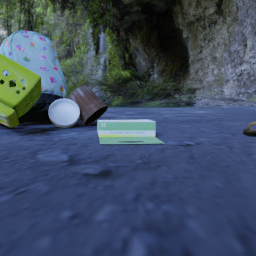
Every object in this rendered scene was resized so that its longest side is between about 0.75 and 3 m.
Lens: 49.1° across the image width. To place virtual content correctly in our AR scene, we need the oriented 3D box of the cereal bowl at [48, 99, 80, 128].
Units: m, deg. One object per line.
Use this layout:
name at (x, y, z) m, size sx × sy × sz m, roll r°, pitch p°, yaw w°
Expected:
cereal bowl at (-1.931, -0.407, 8.514) m, size 0.935 × 0.935 × 0.389 m, roll -1°, pitch -26°, yaw -11°

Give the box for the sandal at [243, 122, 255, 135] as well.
sandal at (2.992, 0.006, 6.473) m, size 0.476 × 0.318 × 1.165 m, roll 7°, pitch 3°, yaw 8°

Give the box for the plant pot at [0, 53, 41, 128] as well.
plant pot at (-2.721, -0.763, 6.144) m, size 1.225 × 1.117 × 1.231 m, roll 28°, pitch -20°, yaw -8°

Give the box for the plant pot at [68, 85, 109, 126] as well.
plant pot at (-1.341, -0.777, 9.104) m, size 1.028 × 1.017 × 1.028 m, roll -38°, pitch -8°, yaw -6°

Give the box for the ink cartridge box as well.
ink cartridge box at (-0.014, 0.045, 5.919) m, size 1.246 × 0.411 × 1.713 m, roll 0°, pitch 3°, yaw -7°

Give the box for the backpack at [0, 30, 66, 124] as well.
backpack at (-3.361, -1.748, 9.684) m, size 1.898 × 2.999 × 2.503 m, roll -29°, pitch -19°, yaw 35°

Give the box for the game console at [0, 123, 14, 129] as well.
game console at (-3.884, -0.466, 7.710) m, size 1.612 × 0.951 × 0.194 m, roll 22°, pitch -30°, yaw -26°
